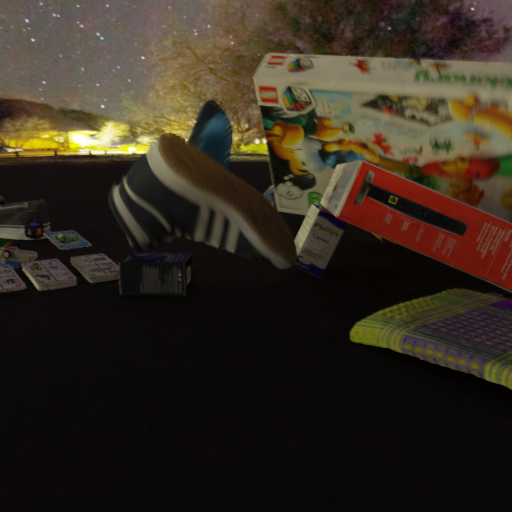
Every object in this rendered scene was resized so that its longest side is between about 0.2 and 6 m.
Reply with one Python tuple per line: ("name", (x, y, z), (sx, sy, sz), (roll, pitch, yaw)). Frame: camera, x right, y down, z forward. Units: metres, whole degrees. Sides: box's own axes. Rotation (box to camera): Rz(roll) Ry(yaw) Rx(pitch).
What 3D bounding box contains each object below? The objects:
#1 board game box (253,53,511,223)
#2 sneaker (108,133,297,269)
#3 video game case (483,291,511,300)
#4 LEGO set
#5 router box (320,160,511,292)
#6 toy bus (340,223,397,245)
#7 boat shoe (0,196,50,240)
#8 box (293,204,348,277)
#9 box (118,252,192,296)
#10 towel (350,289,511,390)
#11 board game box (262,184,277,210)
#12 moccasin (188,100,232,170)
("board game box", (2.405, -1.663, 8.946), (4.619, 2.916, 0.799), (10, 53, 20))
("sneaker", (-0.716, -0.412, 7.535), (1.426, 2.629, 0.922), (-34, 39, 28))
("video game case", (3.266, 0.602, 6.910), (0.938, 0.120, 0.848), (-2, 12, -14))
("LEGO set", (-3.571, 0.113, 8.804), (2.012, 0.661, 2.693), (-8, 26, -38))
("router box", (2.303, -0.446, 7.651), (2.657, 0.723, 2.961), (23, 8, 0))
("toy bus", (2.671, -1.024, 11.039), (2.732, 2.895, 1.496), (-2, -22, 16))
("boat shoe", (-5.747, -0.911, 11.977), (2.867, 0.972, 1.028), (4, 13, 18))
("box", (0.945, -0.259, 8.751), (0.498, 0.949, 0.873), (23, 10, -7))
("box", (-1.373, 0.243, 7.741), (0.904, 0.472, 0.669), (1, 13, 1))
("towel", (2.577, 0.863, 5.201), (2.093, 0.332, 2.914), (-10, 15, -37))
("board game box", (0.849, -1.773, 12.956), (2.444, 0.423, 1.655), (-46, 8, -25))
("moccasin", (-0.644, -1.392, 7.675), (0.703, 0.595, 1.746), (-1, -29, -23))
